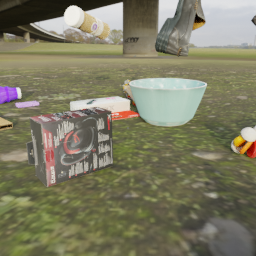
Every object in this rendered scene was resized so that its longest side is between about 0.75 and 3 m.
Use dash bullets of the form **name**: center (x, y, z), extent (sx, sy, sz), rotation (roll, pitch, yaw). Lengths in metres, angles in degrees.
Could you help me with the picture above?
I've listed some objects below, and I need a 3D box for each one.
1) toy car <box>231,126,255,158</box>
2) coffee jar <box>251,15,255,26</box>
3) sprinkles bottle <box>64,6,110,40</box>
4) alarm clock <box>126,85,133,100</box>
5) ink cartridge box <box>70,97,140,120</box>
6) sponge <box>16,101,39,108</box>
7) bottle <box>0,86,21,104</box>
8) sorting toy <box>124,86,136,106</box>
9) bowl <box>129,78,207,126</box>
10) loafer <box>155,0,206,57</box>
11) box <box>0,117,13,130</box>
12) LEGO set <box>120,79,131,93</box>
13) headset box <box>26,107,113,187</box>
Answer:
- **toy car**: center (3.388, 0.433, 7.566), extent (1.007, 0.882, 0.755), rotation (-11, 57, -18)
- **coffee jar**: center (4.088, -3.362, 8.323), extent (0.818, 0.426, 0.349), rotation (-43, 1, 1)
- **sprinkles bottle**: center (-1.268, -3.361, 9.062), extent (0.601, 0.601, 1.761), rotation (9, 7, 28)
- **alarm clock**: center (0.608, -1.965, 15.187), extent (1.604, 0.792, 2.378), rotation (7, 23, 21)
- **ink cartridge box**: center (-0.946, -0.822, 11.867), extent (2.423, 0.528, 2.103), rotation (-10, 19, -30)
- **sponge**: center (-4.851, -1.145, 13.505), extent (0.974, 0.145, 0.543), rotation (-11, 21, -33)
- **bottle**: center (-6.549, -1.607, 13.786), extent (2.377, 0.776, 0.993), rotation (-12, 41, -33)
- **sorting toy**: center (0.634, -1.564, 13.794), extent (1.362, 0.477, 1.370), rotation (-4, 38, -24)
- **bowl**: center (1.472, -1.002, 10.755), extent (2.884, 1.508, 2.884), rotation (1, 18, 0)
- **loafer**: center (1.632, -2.907, 7.396), extent (0.892, 2.467, 0.898), rotation (26, -9, 12)
- **box**: center (-5.365, -0.144, 10.191), extent (1.606, 0.209, 1.965), rotation (-16, 23, -42)
- **LEGO set**: center (0.156, -2.575, 17.052), extent (1.006, 0.758, 1.308), rotation (6, 18, 19)
- **headset box**: center (-1.332, 0.375, 6.451), extent (1.945, 1.446, 0.730), rotation (-14, 21, -36)
